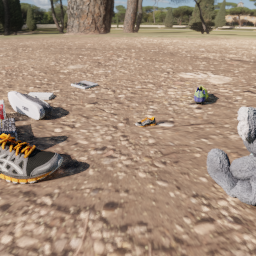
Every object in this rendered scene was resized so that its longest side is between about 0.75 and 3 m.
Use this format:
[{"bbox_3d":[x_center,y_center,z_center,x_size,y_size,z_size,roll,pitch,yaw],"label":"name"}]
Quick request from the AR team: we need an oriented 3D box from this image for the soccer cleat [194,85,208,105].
[{"bbox_3d":[3.700,-1.799,14.005,0.628,0.812,1.942,8,25,18],"label":"soccer cleat"}]

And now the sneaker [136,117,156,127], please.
[{"bbox_3d":[0.702,-0.250,11.115,0.860,0.332,0.337,-11,28,-19],"label":"sneaker"}]

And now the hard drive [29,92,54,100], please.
[{"bbox_3d":[-4.576,-1.649,14.485,1.235,0.162,0.815,2,24,3],"label":"hard drive"}]

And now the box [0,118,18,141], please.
[{"bbox_3d":[-4.698,0.134,10.162,1.229,0.388,1.558,-10,26,-22],"label":"box"}]

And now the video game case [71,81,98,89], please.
[{"bbox_3d":[-2.571,-2.553,16.563,1.188,0.139,1.080,19,30,35],"label":"video game case"}]

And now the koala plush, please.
[{"bbox_3d":[3.361,0.511,6.764,2.163,2.439,2.241,-3,25,-9],"label":"koala plush"}]

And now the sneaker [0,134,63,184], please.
[{"bbox_3d":[-3.316,0.751,7.866,2.960,1.143,1.158,3,22,4],"label":"sneaker"}]

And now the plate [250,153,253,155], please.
[{"bbox_3d":[3.834,0.752,8.301,0.800,0.800,0.102,-13,52,-27],"label":"plate"}]

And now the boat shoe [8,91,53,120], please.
[{"bbox_3d":[-4.312,-1.088,12.340,2.495,0.895,0.846,20,31,33],"label":"boat shoe"}]

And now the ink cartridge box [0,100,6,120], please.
[{"bbox_3d":[-5.911,-0.595,11.453,1.596,0.668,1.151,-9,26,-19],"label":"ink cartridge box"}]
